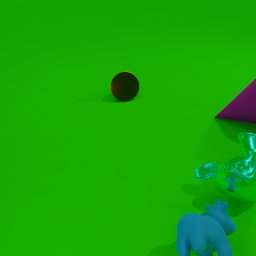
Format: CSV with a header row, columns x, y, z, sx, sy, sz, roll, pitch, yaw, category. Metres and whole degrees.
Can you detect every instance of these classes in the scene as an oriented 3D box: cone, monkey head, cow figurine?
x,y,z,sx,sy,sz,roll,pitch,yaw,category
3.184,-0.543,7.699,1.652,1.646,1.646,-18,28,30,cone
2.323,0.815,5.688,1.771,1.067,1.274,12,61,-4,monkey head
1.289,1.646,4.658,1.245,0.683,1.225,32,36,-24,cow figurine
-0.182,-1.363,9.132,0.928,0.928,0.931,-8,12,-11,cone
